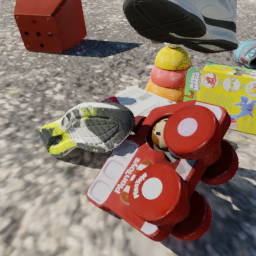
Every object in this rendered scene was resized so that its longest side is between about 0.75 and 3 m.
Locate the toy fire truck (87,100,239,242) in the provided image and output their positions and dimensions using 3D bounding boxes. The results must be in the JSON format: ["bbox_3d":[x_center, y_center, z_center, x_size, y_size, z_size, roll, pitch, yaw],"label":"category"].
[{"bbox_3d":[0.534,0.556,4.872,2.112,1.410,2.515,21,75,43],"label":"toy fire truck"}]

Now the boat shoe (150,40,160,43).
[{"bbox_3d":[1.513,-4.266,13.481,0.944,0.341,0.340,-17,6,-7],"label":"boat shoe"}]

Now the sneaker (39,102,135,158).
[{"bbox_3d":[-0.834,-0.134,5.930,2.713,1.010,1.148,-11,23,42],"label":"sneaker"}]

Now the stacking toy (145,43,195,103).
[{"bbox_3d":[1.313,-1.786,8.073,1.652,2.261,1.652,1,34,0],"label":"stacking toy"}]

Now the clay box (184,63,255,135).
[{"bbox_3d":[2.811,-0.729,7.172,2.667,1.532,0.635,16,37,21],"label":"clay box"}]

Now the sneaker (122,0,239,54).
[{"bbox_3d":[0.730,-1.681,3.412,0.788,1.202,2.089,4,4,42],"label":"sneaker"}]

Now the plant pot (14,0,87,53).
[{"bbox_3d":[-3.517,-4.682,12.354,2.554,2.556,2.252,7,49,10],"label":"plant pot"}]

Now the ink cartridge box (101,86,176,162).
[{"bbox_3d":[0.433,-0.076,6.761,2.167,0.907,1.563,27,42,34],"label":"ink cartridge box"}]

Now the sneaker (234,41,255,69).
[{"bbox_3d":[5.630,-2.735,10.707,2.797,1.109,1.336,-9,40,3],"label":"sneaker"}]
